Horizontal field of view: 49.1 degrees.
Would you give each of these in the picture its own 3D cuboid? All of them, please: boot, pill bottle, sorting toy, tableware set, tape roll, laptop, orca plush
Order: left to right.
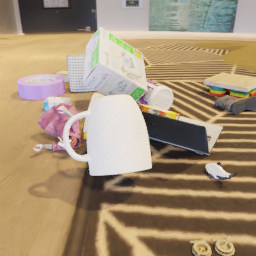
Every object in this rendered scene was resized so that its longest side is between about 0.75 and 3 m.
[{"bbox_3d":[-4.521,-2.188,14.687,2.344,0.769,2.344,-1,24,0],"label":"tape roll"},{"bbox_3d":[-0.461,-0.103,9.793,1.997,1.185,2.218,18,21,-12],"label":"sorting toy"},{"bbox_3d":[0.953,-1.528,12.656,1.221,1.221,2.175,-12,28,-26],"label":"pill bottle"},{"bbox_3d":[1.522,-0.329,9.184,2.755,1.705,2.942,17,36,25],"label":"laptop"},{"bbox_3d":[1.657,2.305,5.416,0.832,0.167,0.550,-3,24,-6],"label":"tableware set"},{"bbox_3d":[2.556,1.214,7.613,0.344,0.509,0.967,31,-18,-28],"label":"orca plush"},{"bbox_3d":[5.425,-2.126,14.488,2.288,0.801,2.302,20,31,38],"label":"sorting toy"},{"bbox_3d":[5.021,-1.226,12.669,1.971,0.688,1.297,-8,24,-23],"label":"boot"}]

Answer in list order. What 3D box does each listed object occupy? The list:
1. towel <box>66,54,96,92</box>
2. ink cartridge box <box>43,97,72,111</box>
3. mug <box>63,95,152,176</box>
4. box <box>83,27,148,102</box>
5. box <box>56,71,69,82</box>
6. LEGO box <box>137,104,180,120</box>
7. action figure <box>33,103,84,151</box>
[{"bbox_3d":[-2.049,-3.020,15.122,2.371,1.963,1.014,-7,19,-15],"label":"towel"},{"bbox_3d":[-3.143,-1.074,12.580,1.064,0.450,0.769,1,24,7],"label":"ink cartridge box"},{"bbox_3d":[-0.535,0.185,6.966,2.106,1.846,1.555,-5,-5,-16],"label":"mug"},{"bbox_3d":[-0.579,-2.600,12.049,2.401,1.316,2.721,26,41,-28],"label":"box"},{"bbox_3d":[-3.576,-3.118,17.017,1.372,0.533,0.651,4,24,10],"label":"box"},{"bbox_3d":[0.971,-0.377,9.519,1.100,0.570,1.478,20,10,28],"label":"LEGO box"},{"bbox_3d":[-2.130,0.192,9.422,1.764,1.587,2.369,36,10,-44],"label":"action figure"}]
